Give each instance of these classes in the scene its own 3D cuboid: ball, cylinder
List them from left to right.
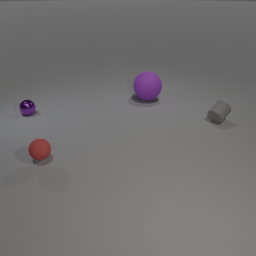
[{"bbox_3d":[-4.481,-0.915,12.490,0.700,0.700,0.700,0,28,0],"label":"ball"},{"bbox_3d":[-2.822,0.684,8.974,0.700,0.700,0.700,0,28,0],"label":"ball"},{"bbox_3d":[0.961,-2.060,13.718,1.400,1.400,1.400,0,28,0],"label":"ball"},{"bbox_3d":[3.845,-0.681,11.791,0.700,0.700,0.700,-44,45,-17],"label":"cylinder"}]
